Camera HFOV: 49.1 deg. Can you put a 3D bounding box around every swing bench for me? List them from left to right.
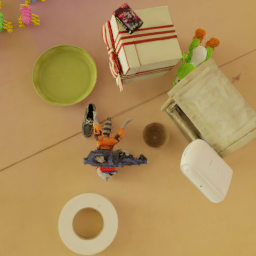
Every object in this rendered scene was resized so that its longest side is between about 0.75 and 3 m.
[{"bbox_3d":[2.791,-0.422,9.859,1.825,2.812,2.797,-35,81,-6],"label":"swing bench"}]

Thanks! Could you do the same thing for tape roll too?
[{"bbox_3d":[-1.434,3.471,10.267,2.181,0.398,2.181,1,77,-3],"label":"tape roll"}]

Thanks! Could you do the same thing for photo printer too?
[{"bbox_3d":[2.374,1.226,8.572,1.676,0.582,1.394,46,44,-4],"label":"photo printer"}]

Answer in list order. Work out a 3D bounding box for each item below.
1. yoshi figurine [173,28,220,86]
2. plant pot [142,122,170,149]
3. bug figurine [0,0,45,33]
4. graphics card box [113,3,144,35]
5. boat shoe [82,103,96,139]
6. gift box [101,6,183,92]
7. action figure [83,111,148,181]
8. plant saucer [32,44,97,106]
[{"bbox_3d":[2.589,-2.589,10.816,1.370,1.365,2.437,26,85,41],"label":"yoshi figurine"},{"bbox_3d":[1.056,0.324,10.892,1.070,0.494,1.070,0,79,-1],"label":"plant pot"},{"bbox_3d":[-4.954,-5.175,11.870,2.862,0.736,2.220,-12,79,-3],"label":"bug figurine"},{"bbox_3d":[0.007,-3.635,9.310,0.576,0.234,0.918,-42,93,-16],"label":"graphics card box"},{"bbox_3d":[-1.559,-0.308,11.040,0.516,0.446,1.421,9,79,2],"label":"boat shoe"},{"bbox_3d":[0.343,-2.860,10.649,2.391,2.561,2.363,-13,79,-15],"label":"gift box"},{"bbox_3d":[-0.513,0.799,10.675,2.532,1.324,2.449,13,85,-24],"label":"action figure"},{"bbox_3d":[-2.546,-2.114,11.428,2.614,0.406,2.614,0,78,-1],"label":"plant saucer"}]
